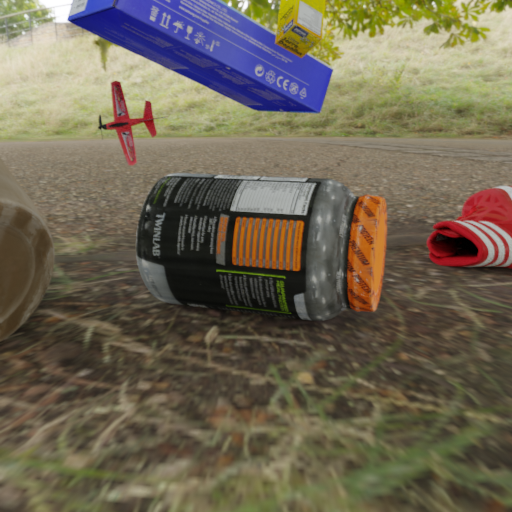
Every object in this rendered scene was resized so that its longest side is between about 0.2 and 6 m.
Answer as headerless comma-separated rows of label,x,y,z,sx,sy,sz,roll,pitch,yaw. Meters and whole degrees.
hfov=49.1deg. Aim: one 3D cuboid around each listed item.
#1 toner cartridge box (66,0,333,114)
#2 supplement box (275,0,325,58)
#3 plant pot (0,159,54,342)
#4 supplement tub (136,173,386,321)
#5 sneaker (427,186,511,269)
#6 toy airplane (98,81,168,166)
toner cartridge box,-0.892,-3.857,10.298,4.483,0.968,2.129,14,5,-40
supplement box,0.709,-3.788,8.925,0.543,0.997,0.546,19,-25,-27
plant pot,-3.384,-0.268,5.566,2.399,2.765,2.765,27,26,28
supplement tub,0.108,-0.115,6.330,2.569,1.574,1.574,6,16,18
sneaker,3.433,-0.533,8.954,1.616,1.096,2.798,1,13,-1
toy airplane,-2.525,-2.741,11.385,0.310,1.683,1.683,6,15,41
